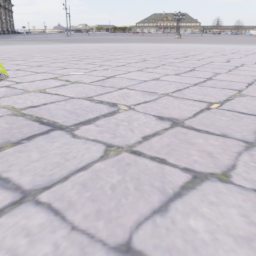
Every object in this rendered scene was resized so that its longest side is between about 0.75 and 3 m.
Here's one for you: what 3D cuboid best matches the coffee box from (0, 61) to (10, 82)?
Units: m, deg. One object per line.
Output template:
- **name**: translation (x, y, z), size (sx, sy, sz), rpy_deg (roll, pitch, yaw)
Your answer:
- **coffee box**: translation (-4.117, -1.684, 7.754), size (1.021, 1.032, 1.031), rpy_deg (-31, 6, -6)
